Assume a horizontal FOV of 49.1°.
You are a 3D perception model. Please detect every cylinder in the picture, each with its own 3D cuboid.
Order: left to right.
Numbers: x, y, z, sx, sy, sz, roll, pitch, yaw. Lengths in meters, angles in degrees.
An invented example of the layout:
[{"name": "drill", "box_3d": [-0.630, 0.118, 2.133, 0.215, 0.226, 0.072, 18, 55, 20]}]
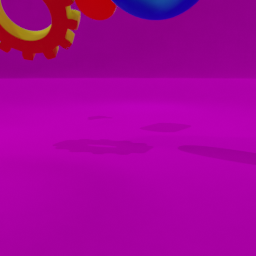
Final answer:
[{"name": "cylinder", "box_3d": [-0.644, -3.237, 6.560, 0.988, 0.988, 0.988, 11, -31, 7]}]

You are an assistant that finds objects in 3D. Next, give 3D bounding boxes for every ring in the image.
[{"name": "ring", "box_3d": [0.295, -2.564, 3.987, 2.055, 2.055, 0.411, 7, 44, 31]}]

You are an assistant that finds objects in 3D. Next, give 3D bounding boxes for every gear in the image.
[{"name": "gear", "box_3d": [-1.768, -2.022, 4.848, 1.809, 1.809, 0.335, 0, 49, 2]}]
